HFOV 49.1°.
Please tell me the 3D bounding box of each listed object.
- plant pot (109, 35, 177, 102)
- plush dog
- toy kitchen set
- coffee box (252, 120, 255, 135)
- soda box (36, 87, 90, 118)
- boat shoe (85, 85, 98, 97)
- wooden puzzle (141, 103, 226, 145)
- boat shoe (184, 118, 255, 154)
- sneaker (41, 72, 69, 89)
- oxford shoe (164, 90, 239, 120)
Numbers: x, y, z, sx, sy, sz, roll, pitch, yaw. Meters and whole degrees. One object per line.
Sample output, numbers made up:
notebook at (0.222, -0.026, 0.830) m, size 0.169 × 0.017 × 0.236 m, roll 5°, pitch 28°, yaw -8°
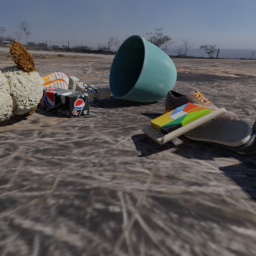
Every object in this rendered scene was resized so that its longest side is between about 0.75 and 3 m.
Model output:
plant pot at (0.697, -2.103, 11.037) m, size 1.961 × 2.443 × 2.443 m, roll 14°, pitch 7°, yaw -32°
plush dog at (-3.476, -0.950, 7.631) m, size 2.461 × 2.865 × 2.299 m, roll -26°, pitch 62°, yaw -36°
toy kitchen set at (-1.662, -1.517, 11.951) m, size 1.214 × 0.893 × 1.516 m, roll -14°, pitch 42°, yaw -40°
coffee box at (3.557, 0.209, 5.847) m, size 1.643 × 0.361 × 1.010 m, roll 2°, pitch 30°, yaw -18°
soda box at (-2.364, -0.947, 9.767) m, size 2.306 × 0.730 × 0.816 m, roll 15°, pitch 22°, yaw 42°
boat shoe at (-1.694, -1.725, 12.774) m, size 0.445 × 0.481 × 1.303 m, roll -15°, pitch 23°, yaw -32°
wooden puzzle at (1.176, -0.196, 6.505) m, size 1.563 × 0.315 × 1.690 m, roll -26°, pitch 11°, yaw -7°
boat shoe at (2.077, 0.137, 6.686) m, size 0.717 × 0.830 × 2.285 m, roll 39°, pitch -7°, yaw -26°
sneaker at (-3.823, -2.044, 13.139) m, size 0.971 × 0.984 × 2.515 m, roll 0°, pitch 11°, yaw 40°
oxford shoe at (2.059, -0.602, 8.267) m, size 0.903 × 0.923 × 2.533 m, roll -15°, pitch 22°, yaw -41°
